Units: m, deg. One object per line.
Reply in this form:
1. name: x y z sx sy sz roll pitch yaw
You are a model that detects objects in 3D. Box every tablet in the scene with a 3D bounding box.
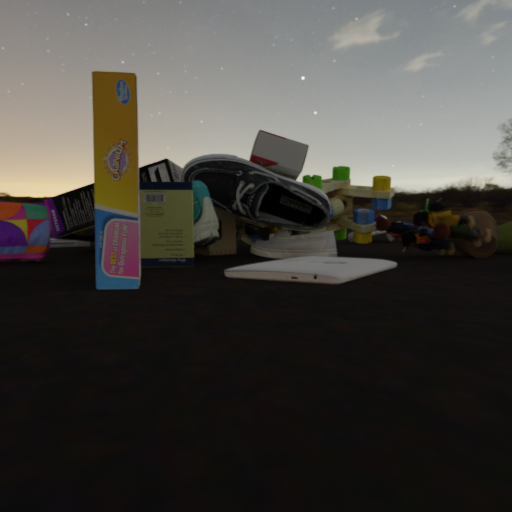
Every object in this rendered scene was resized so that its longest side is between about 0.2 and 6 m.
1. tablet: 0.791 0.146 7.206 1.493 0.157 2.294 3 5 30

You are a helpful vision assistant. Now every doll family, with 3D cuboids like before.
1. doll family: 2.918 -0.441 9.621 1.182 0.802 2.045 5 -16 -22

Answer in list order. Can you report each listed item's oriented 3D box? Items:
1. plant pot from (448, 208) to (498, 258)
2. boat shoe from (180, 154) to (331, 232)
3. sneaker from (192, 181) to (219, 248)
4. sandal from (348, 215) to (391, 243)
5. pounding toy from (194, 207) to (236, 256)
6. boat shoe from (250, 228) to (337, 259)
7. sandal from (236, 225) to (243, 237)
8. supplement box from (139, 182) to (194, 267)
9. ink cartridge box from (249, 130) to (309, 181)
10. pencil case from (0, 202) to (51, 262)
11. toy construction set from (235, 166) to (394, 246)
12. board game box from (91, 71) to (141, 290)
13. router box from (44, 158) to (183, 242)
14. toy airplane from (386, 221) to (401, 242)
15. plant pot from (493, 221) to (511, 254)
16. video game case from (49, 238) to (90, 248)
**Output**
1. plant pot: 3.849 -0.321 9.758 0.859 0.859 0.749 0 22 4
2. boat shoe: -0.030 -0.985 9.291 2.630 0.944 0.892 19 19 -2
3. sneaker: -1.708 -0.611 9.864 2.888 1.150 1.119 -8 -1 42
4. sandal: 3.187 -0.842 15.430 1.085 0.656 2.668 -20 -3 22
5. pounding toy: -1.080 -0.713 10.818 0.687 1.319 1.501 -4 6 -36
6. boat shoe: 0.606 -0.233 9.528 1.636 0.561 0.589 4 6 41
7. sandal: -1.051 -0.558 15.694 1.776 0.425 0.667 -13 6 -6
8. supplement box: -1.521 -0.458 8.161 1.202 1.201 0.807 -1 4 -8
9. ink cartridge box: 0.342 -1.688 10.011 0.918 0.522 1.260 17 -8 -3
10. pencil case: -4.185 -0.295 8.119 2.305 1.019 1.019 -5 6 -33
11. toy construction set: 0.553 -1.028 11.495 2.620 1.841 3.996 -15 9 -36
12. board game box: -1.522 -0.777 6.235 0.429 2.129 1.629 -1 4 -11
13. router box: -2.470 -1.032 12.080 2.590 0.887 3.473 -16 -3 8
14. toy airplane: 3.889 -0.665 15.292 0.714 0.506 0.717 11 -27 -10
15. plant pot: 4.755 -0.326 10.650 0.717 0.755 0.755 -12 0 21
16. video game case: -4.872 -0.311 13.301 1.361 0.172 1.494 -3 5 -38
